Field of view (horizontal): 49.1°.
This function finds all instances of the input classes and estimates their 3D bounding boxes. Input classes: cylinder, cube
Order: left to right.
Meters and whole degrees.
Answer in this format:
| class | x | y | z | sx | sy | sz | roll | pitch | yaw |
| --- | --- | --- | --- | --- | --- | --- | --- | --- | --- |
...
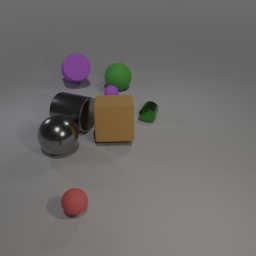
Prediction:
| class | x | y | z | sx | sy | sz | roll | pitch | yaw |
| --- | --- | --- | --- | --- | --- | --- | --- | --- | --- |
| cylinder | -2.155 | -0.647 | 11.181 | 1.400 | 1.400 | 1.400 | 12 | 33 | 19 |
| cylinder | -2.795 | -3.167 | 14.894 | 1.400 | 1.400 | 1.400 | -10 | 8 | -16 |
| cube | -0.501 | -0.393 | 10.501 | 1.400 | 1.400 | 1.400 | -1 | 21 | -1 |
| cylinder | 0.890 | -0.695 | 11.946 | 0.700 | 0.700 | 0.700 | 10 | 32 | 16 |

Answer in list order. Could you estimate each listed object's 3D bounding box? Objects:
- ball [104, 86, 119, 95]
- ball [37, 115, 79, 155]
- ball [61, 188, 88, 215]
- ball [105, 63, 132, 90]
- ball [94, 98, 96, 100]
| class | x | y | z | sx | sy | sz | roll | pitch | yaw |
| --- | --- | --- | --- | --- | --- | --- | --- | --- | --- |
| ball | -0.800 | -1.682 | 13.448 | 0.700 | 0.700 | 0.700 | 0 | 31 | 0 |
| ball | -2.422 | 0.242 | 9.732 | 1.400 | 1.400 | 1.400 | 0 | 31 | 0 |
| ball | -1.404 | 1.939 | 7.383 | 0.700 | 0.700 | 0.700 | 0 | 31 | 0 |
| ball | -0.515 | -2.677 | 14.547 | 1.400 | 1.400 | 1.400 | 0 | 31 | 0 |
| ball | -1.263 | -1.029 | 12.330 | 0.700 | 0.700 | 0.700 | 0 | 31 | 0 |
